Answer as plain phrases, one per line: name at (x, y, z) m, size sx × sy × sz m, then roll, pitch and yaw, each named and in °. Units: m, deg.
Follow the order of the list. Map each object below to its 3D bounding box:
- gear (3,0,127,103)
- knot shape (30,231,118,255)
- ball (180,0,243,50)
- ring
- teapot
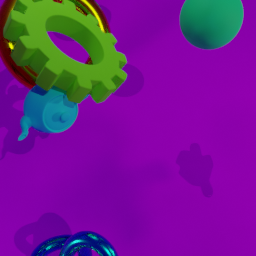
gear at (-0.825, -1.177, 4.087) m, size 1.778 × 0.329 × 1.778 m, roll 25°, pitch 44°, yaw -27°
knot shape at (-1.010, 2.351, 4.682) m, size 1.633 × 0.755 × 1.528 m, roll -51°, pitch 43°, yaw -10°
ball at (1.495, -1.989, 5.068) m, size 1.100 × 1.100 × 1.100 m, roll 0°, pitch 72°, yaw 0°
ring at (-1.253, -1.580, 5.015) m, size 2.056 × 0.411 × 2.056 m, roll -2°, pitch 95°, yaw -24°
teapot at (-1.097, -0.244, 4.038) m, size 1.272 × 0.791 × 0.623 m, roll -37°, pitch 45°, yaw -28°
